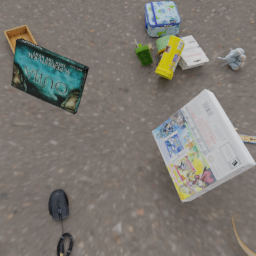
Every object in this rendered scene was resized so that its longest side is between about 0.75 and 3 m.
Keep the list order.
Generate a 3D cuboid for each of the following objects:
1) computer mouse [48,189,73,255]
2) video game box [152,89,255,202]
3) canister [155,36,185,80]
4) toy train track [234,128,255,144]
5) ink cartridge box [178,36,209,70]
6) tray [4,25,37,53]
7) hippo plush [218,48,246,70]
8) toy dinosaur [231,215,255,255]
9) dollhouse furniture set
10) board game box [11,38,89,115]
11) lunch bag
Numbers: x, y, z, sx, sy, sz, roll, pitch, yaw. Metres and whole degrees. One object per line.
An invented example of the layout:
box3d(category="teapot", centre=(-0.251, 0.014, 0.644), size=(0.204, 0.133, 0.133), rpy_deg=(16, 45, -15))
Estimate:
box3d(category="computer mouse", centre=(-1.708, 2.371, 7.076), size=(0.533, 0.309, 1.817), rpy_deg=(-12, 57, -9))
box3d(category="video game box", centre=(1.728, 0.456, 6.932), size=(0.494, 1.924, 2.112), rpy_deg=(14, 46, -46))
box3d(category="canister", centre=(1.462, -2.390, 9.620), size=(0.559, 0.959, 1.292), rpy_deg=(24, 98, 12))
box3d(category="toy train track", centre=(3.453, 0.248, 8.561), size=(1.786, 0.291, 1.024), rpy_deg=(9, 56, 5))
box3d(category="ink cartridge box", centre=(2.278, -2.726, 10.472), size=(0.877, 0.513, 1.512), rpy_deg=(-16, 56, -8))
box3d(category="tray", centre=(-4.107, -3.267, 10.967), size=(0.937, 0.352, 1.900), rpy_deg=(-24, 58, -15))
box3d(category="hippo plush", centre=(3.981, -2.581, 10.421), size=(0.901, 0.718, 0.725), rpy_deg=(-16, 21, 40))
box3d(category="toy dinosaur", centre=(3.228, 3.228, 6.392), size=(2.364, 0.714, 1.256), rpy_deg=(28, 37, 11))
box3d(category="dollhouse furniture set", centre=(1.041, -3.088, 10.299), size=(1.507, 0.756, 0.987), rpy_deg=(-17, 55, 14))
box3d(category="board game box", centre=(-2.026, -1.288, 7.108), size=(1.931, 1.306, 0.272), rpy_deg=(24, 29, 8))
box3d(category="lunch bag", centre=(1.388, -4.557, 11.650), size=(1.401, 0.718, 1.742), rpy_deg=(-4, 54, 1))
